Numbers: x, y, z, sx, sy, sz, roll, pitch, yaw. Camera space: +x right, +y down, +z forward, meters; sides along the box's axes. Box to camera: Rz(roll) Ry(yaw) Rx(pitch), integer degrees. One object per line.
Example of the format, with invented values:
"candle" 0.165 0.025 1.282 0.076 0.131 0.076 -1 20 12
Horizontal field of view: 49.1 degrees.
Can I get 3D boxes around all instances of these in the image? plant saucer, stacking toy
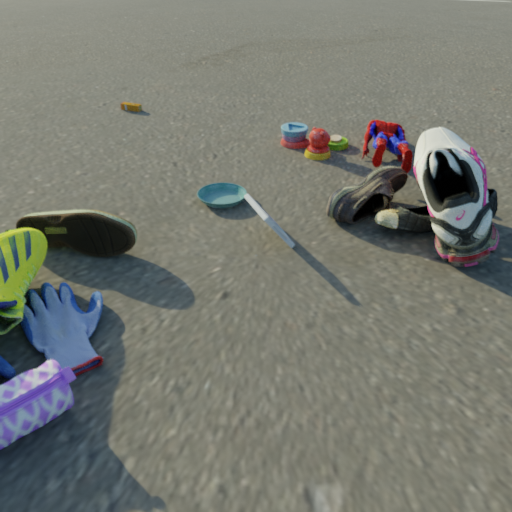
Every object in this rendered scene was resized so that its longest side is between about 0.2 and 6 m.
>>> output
"plant saucer" -0.711 -1.229 11.635 1.029 0.185 1.029 0 32 0
"stacking toy" 1.503 -3.085 14.104 1.470 0.686 1.623 -25 40 -33

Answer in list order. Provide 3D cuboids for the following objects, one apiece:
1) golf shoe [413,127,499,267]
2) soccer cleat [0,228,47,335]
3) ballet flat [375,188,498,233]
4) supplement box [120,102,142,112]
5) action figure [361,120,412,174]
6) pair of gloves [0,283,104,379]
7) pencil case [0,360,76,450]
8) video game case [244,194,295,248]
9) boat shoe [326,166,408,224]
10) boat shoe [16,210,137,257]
"golf shoe" 3.531 -1.492 10.081 1.246 1.580 3.432 -15 41 16
"soccer cleat" -3.699 0.599 7.879 1.363 1.054 3.260 14 28 6
"ballet flat" 3.377 -0.869 10.559 2.439 0.693 0.811 -7 27 -12
"supplement box" -3.724 -4.438 16.702 0.618 0.213 0.206 10 34 19
"action figure" 3.117 -2.704 13.452 1.033 0.816 3.157 9 28 5
"pair of gloves" -3.393 1.149 7.758 2.791 0.318 2.244 -19 37 -26
"pencil case" -2.895 1.802 6.301 1.670 0.714 0.701 -29 71 -39
"video game case" 0.234 -0.638 10.124 0.116 0.888 0.975 -43 39 5
"boat shoe" 2.321 -1.114 11.065 2.060 0.767 0.755 -29 51 -25
"boat shoe" -3.102 -0.539 10.055 2.266 0.812 0.863 8 21 12
